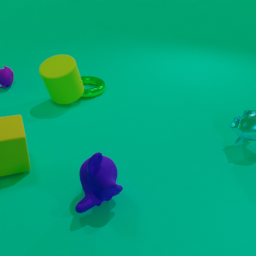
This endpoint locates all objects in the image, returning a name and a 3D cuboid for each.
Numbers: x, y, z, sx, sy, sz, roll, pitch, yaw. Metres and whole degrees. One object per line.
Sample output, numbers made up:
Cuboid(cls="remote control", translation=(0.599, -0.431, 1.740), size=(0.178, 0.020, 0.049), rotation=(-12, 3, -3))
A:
Cuboid(cls="cube", translation=(-2.890, 0.415, 6.497), size=(0.997, 0.997, 0.997), rotation=(-10, 36, -21))
Cuboid(cls="monkey head", translation=(-0.700, 1.076, 5.564), size=(1.109, 1.541, 0.929), rotation=(-28, 75, -22))
Cuboid(cls="ring", translation=(-1.605, -1.546, 10.446), size=(1.567, 0.313, 1.567), rotation=(0, 32, 0))
Cuboid(cls="cylinder", translation=(-2.175, -1.604, 9.299), size=(1.186, 1.186, 1.186), rotation=(-4, 51, 5))
Cuboid(cls="monkey head", translation=(3.166, 0.060, 7.140), size=(1.363, 0.981, 0.821), rotation=(-30, 38, 0))
Cuboid(cls="teapot", translation=(-4.645, -1.945, 10.546), size=(0.571, 0.726, 1.167), rotation=(8, 56, -8))
